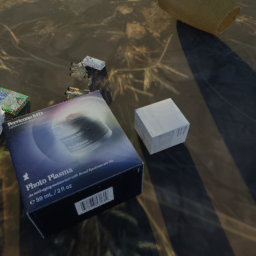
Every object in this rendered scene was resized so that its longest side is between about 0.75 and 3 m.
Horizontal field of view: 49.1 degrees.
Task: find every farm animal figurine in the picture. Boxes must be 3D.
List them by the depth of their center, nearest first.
[{"bbox_3d":[-1.546,-1.406,9.308,0.836,1.342,1.662,11,80,-5],"label":"farm animal figurine"}]

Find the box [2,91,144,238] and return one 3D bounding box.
[{"bbox_3d":[-1.470,0.817,7.450,2.816,1.735,2.793,-22,53,-16],"label":"box"}]

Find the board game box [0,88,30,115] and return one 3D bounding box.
[{"bbox_3d":[-4.190,-0.944,9.814,1.212,0.176,0.816,18,53,14],"label":"board game box"}]

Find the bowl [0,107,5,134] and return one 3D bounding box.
[{"bbox_3d":[-4.205,-0.217,8.542,0.711,1.583,1.583,10,49,-19],"label":"bowl"}]

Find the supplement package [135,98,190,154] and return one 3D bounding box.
[{"bbox_3d":[1.004,-0.061,8.643,1.241,0.912,1.186,-19,54,-14],"label":"supplement package"}]

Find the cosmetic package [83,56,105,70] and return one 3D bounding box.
[{"bbox_3d":[-1.342,-2.570,11.081,0.819,0.207,0.338,23,56,17],"label":"cosmetic package"}]

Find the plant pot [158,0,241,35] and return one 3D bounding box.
[{"bbox_3d":[3.273,-5.497,12.063,2.742,2.742,2.942,-33,70,-23],"label":"plant pot"}]
